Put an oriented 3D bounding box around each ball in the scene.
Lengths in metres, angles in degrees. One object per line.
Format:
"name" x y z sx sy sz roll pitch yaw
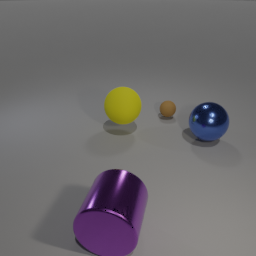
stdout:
"ball" -0.194 -0.833 10.469 1.400 1.400 1.400 0 28 0
"ball" 1.698 -0.820 11.931 0.700 0.700 0.700 0 28 0
"ball" 2.877 -0.229 9.991 1.400 1.400 1.400 0 28 0

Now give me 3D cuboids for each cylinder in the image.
"cylinder" -0.337 1.883 6.330 1.400 1.400 1.400 6 29 11
